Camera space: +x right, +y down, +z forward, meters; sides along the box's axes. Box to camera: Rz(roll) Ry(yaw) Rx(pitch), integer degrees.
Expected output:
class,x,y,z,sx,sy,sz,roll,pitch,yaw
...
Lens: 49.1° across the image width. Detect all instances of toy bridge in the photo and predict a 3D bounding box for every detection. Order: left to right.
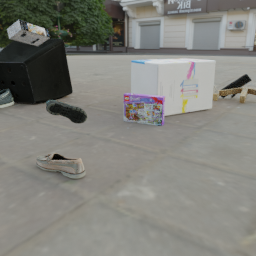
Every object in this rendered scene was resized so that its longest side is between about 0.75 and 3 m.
class,x,y,z,sx,sy,sz,roll,pitch,yaw
toy bridge,5.000,-1.425,12.097,2.644,0.360,0.889,10,39,28

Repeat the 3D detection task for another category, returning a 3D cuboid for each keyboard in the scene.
class,x,y,z,sx,sy,sz,roll,pitch,yaw
keyboard,4.854,-1.773,12.562,0.908,1.430,0.147,30,37,-38

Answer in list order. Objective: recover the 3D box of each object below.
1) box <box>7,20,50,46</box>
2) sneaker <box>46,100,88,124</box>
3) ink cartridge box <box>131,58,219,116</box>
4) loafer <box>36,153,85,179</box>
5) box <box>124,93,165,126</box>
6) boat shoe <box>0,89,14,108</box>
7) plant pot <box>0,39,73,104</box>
class,x,y,z,sx,sy,sz,roll,pitch,yaw
box,-3.143,-2.996,8.907,0.654,0.337,1.121,-20,-9,32
sneaker,-1.169,-0.351,5.390,0.855,0.323,0.339,23,13,-34
ink cartridge box,1.845,-1.687,10.834,2.979,1.865,1.915,-10,20,-27
loafer,-1.412,0.689,5.835,1.286,0.404,0.462,11,21,31
box,0.510,-0.611,9.048,1.356,0.928,0.265,8,20,23
boat shoe,-5.452,-1.054,10.832,0.798,0.677,2.192,11,21,31
plant pot,-4.286,-2.352,12.309,2.601,2.595,2.308,6,31,18
